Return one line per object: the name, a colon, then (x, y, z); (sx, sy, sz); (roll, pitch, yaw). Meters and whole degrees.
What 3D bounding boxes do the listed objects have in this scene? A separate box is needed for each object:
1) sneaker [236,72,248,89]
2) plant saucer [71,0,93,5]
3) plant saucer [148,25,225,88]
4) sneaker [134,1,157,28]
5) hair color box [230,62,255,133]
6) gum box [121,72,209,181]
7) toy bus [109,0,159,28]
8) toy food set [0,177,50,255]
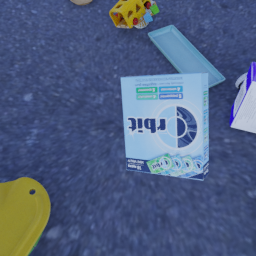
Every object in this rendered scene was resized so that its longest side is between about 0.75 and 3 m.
sneaker: (4.062, -1.300, 8.097); (1.661, 0.624, 0.955); (-22, 60, -8)
plant saucer: (-1.768, -5.029, 10.814); (1.011, 0.179, 1.011); (0, 56, 0)
plant saucer: (1.770, -2.255, 8.933); (1.021, 0.277, 2.920); (-24, 60, -15)
sneaker: (0.490, -4.035, 10.049); (0.603, 0.520, 1.376); (16, 56, 33)
hair color box: (4.229, -0.471, 6.902); (2.891, 1.580, 0.937); (16, 49, 10)
gum box: (0.398, -0.034, 3.094); (0.933, 1.099, 0.245); (3, 13, 30)
toy bus: (0.123, -4.142, 9.455); (1.549, 0.848, 1.642); (-21, 47, 15)
toy food set: (-2.623, 2.289, 5.546); (1.590, 0.883, 2.702); (24, 55, 11)
